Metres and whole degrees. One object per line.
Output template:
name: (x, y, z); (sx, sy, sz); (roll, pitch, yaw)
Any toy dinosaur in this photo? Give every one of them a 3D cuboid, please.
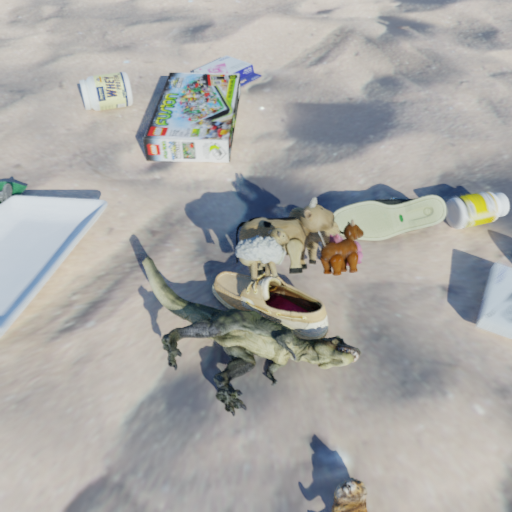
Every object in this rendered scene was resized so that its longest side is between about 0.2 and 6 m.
toy dinosaur: (-0.391, 1.045, 6.985); (3.192, 0.758, 1.407); (22, 39, 14)

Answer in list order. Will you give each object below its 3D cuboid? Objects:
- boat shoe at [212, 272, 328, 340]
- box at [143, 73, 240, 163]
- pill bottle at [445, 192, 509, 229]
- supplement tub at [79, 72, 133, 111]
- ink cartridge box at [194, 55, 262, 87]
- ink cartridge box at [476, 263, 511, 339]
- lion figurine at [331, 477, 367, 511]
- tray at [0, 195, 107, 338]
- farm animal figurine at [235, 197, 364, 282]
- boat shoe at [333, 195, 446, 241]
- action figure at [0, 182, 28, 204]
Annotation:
boat shoe: (0.189, 0.543, 7.708); (1.808, 0.625, 0.666); (21, 46, 22)
box: (-1.247, -2.977, 11.775); (1.657, 0.523, 3.010); (2, 42, 2)
pill bottle: (3.666, -0.774, 9.276); (0.935, 0.526, 0.526); (-11, 43, -13)
supplement tub: (-3.297, -3.606, 12.320); (1.031, 0.747, 0.747); (-14, 43, -15)
ink cartridge box: (-0.679, -4.479, 13.691); (1.225, 0.265, 1.203); (28, 48, 30)
ink cartridge box: (3.706, 0.712, 7.662); (1.144, 0.232, 1.142); (21, 50, 14)
lion figurine: (1.052, 2.747, 5.479); (0.637, 0.377, 1.039); (-19, 58, -31)
tray: (-3.719, 0.308, 8.027); (1.943, 0.401, 3.619); (4, 41, 18)
farm animal figurine: (0.612, -0.296, 7.763); (1.884, 0.993, 1.905); (-5, 5, -4)
boat shoe: (2.132, -0.618, 9.185); (1.810, 0.650, 0.612); (-7, 5, 2)
action figure: (-5.355, -1.103, 9.605); (2.322, 0.635, 1.372); (10, 38, 12)
